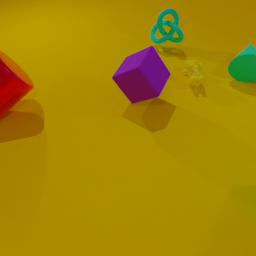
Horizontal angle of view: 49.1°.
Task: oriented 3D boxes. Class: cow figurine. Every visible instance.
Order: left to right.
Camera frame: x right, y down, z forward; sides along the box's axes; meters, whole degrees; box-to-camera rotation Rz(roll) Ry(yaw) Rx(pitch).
[{"bbox_3d":[2.110,-1.750,8.974,0.548,0.982,0.998,-9,79,2],"label":"cow figurine"}]

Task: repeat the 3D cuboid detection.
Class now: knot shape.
[{"bbox_3d":[1.399,-3.607,9.927,1.275,1.194,0.589,12,35,16],"label":"knot shape"}]

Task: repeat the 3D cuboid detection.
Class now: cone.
[{"bbox_3d":[3.887,-2.309,8.971,1.183,1.183,1.187,13,59,11],"label":"cone"}]

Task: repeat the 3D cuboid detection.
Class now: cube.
[{"bbox_3d":[0.389,-1.463,7.849,1.028,1.028,1.028,-12,38,43],"label":"cube"}]

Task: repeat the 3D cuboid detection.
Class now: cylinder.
[{"bbox_3d":[-3.562,-1.167,7.617,1.389,1.389,1.389,-42,56,2],"label":"cylinder"}]
